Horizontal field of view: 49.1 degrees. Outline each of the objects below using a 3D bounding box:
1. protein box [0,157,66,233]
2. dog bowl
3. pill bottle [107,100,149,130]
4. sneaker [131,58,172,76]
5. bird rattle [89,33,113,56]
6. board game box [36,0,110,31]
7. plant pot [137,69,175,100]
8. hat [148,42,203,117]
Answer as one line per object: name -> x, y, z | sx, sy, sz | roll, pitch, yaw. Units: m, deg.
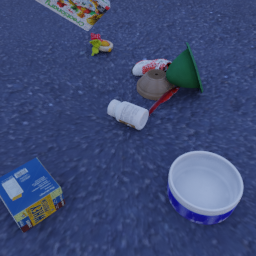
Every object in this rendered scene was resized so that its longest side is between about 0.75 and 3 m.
protein box -> -2.599, 1.737, 7.436 | 1.287, 0.875, 1.297 | -31, 53, -28
dog bowl -> 2.059, 1.588, 7.670 | 1.932, 0.761, 1.932 | 0, 45, 0
pill bottle -> -0.018, -0.504, 9.786 | 1.320, 0.755, 0.755 | 23, 49, 22
sneaker -> 1.071, -2.532, 11.824 | 1.749, 0.584, 0.937 | -18, 30, -21
bird rattle -> -1.311, -3.995, 13.543 | 1.180, 0.816, 1.448 | 11, 32, -5
board game box -> -1.803, -4.212, 9.274 | 2.091, 1.320, 0.362 | 20, 53, -38
plant pot -> 1.121, -1.855, 11.186 | 1.544, 0.712, 1.544 | 1, 45, -1
hat -> 1.603, -1.963, 10.882 | 2.161, 2.034, 2.455 | -18, 11, 15
